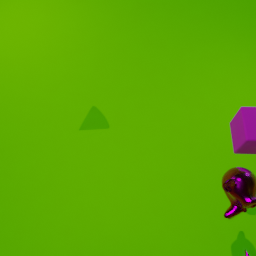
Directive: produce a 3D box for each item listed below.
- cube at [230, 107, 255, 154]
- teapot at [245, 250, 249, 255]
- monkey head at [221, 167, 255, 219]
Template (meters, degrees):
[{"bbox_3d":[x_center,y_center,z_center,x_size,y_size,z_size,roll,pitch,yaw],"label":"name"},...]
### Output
[{"bbox_3d":[2.781,0.070,6.112,0.796,0.796,0.796,1,64,1],"label":"cube"},{"bbox_3d":[1.903,2.360,3.840,0.633,0.803,1.292,-35,64,1],"label":"teapot"},{"bbox_3d":[1.978,1.169,5.144,0.905,1.258,0.758,-45,69,21],"label":"monkey head"}]
